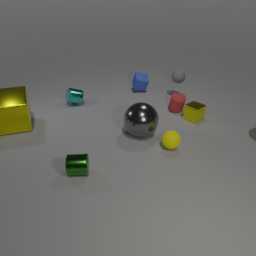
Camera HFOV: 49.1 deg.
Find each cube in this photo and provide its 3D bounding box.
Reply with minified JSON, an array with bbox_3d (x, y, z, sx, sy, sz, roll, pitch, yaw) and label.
[{"bbox_3d":[0.679,-2.532,15.265,0.700,0.700,0.700,6,48,-15],"label":"cube"},{"bbox_3d":[-4.836,-0.729,11.607,1.400,1.400,1.400,-9,43,-16],"label":"cube"},{"bbox_3d":[2.991,-0.722,12.589,0.700,0.700,0.700,-24,37,-35],"label":"cube"}]

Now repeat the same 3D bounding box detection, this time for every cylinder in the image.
[{"bbox_3d":[-2.632,-1.584,13.793,0.700,0.700,0.700,8,24,-29],"label":"cylinder"},{"bbox_3d":[2.320,-1.194,13.246,0.700,0.700,0.700,6,43,-6],"label":"cylinder"},{"bbox_3d":[-1.651,1.202,9.214,0.700,0.700,0.700,-2,30,-3],"label":"cylinder"}]

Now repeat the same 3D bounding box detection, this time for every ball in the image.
[{"bbox_3d":[1.611,0.442,10.470,0.700,0.700,0.700,0,30,0],"label":"ball"},{"bbox_3d":[2.591,-2.635,14.354,0.700,0.700,0.700,0,30,0],"label":"ball"},{"bbox_3d":[0.522,-0.325,11.170,1.400,1.400,1.400,0,30,0],"label":"ball"}]
